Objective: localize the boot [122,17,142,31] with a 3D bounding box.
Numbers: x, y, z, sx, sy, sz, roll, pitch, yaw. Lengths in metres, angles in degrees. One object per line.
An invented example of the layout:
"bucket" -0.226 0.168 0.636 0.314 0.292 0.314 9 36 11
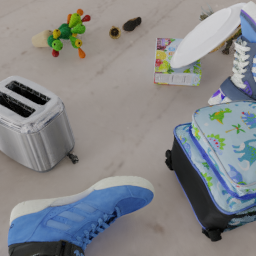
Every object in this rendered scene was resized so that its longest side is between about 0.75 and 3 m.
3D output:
"boot" 0.070 -4.320 11.697 0.443 0.432 1.175 14 41 36

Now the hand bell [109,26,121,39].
"hand bell" -0.576 -4.003 11.400 0.491 0.491 0.944 -7 36 -6

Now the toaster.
"toaster" -2.409 -0.095 6.835 2.610 1.686 1.483 27 54 23

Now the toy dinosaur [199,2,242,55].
"toy dinosaur" 4.041 -3.596 10.224 2.899 1.482 1.116 2 47 3

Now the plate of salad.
"plate of salad" 2.401 -2.655 8.355 0.640 2.663 2.663 43 47 -20

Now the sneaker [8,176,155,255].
"sneaker" -0.784 1.984 5.249 2.941 1.129 1.636 -11 42 -5

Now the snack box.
"snack box" 1.686 -2.335 9.670 1.513 0.564 2.128 4 47 4

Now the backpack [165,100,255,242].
"backpack" 2.493 0.647 5.986 2.646 1.944 2.421 -12 52 -17

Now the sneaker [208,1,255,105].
"sneaker" 2.914 -1.388 7.245 2.137 2.918 1.176 -30 27 21

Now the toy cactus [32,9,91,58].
"toy cactus" -2.477 -3.375 10.427 2.187 1.355 2.650 -7 47 19
